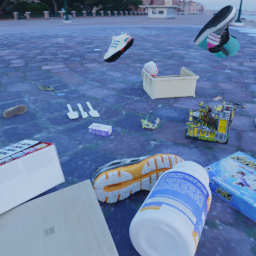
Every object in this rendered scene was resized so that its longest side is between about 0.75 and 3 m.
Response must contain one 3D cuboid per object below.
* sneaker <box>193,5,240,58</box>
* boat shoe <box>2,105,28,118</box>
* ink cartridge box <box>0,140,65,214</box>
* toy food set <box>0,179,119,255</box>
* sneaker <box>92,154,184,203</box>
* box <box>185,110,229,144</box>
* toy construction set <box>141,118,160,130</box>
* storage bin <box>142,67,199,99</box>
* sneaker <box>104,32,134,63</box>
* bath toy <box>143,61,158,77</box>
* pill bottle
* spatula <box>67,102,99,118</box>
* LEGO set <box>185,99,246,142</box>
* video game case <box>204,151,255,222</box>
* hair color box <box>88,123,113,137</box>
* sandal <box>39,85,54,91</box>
[{"bbox_3d":[3.629,-3.428,10.490,1.520,1.053,2.518,31,-9,-7],"label":"sneaker"},{"bbox_3d":[-4.941,-0.784,12.167,0.414,0.421,1.131,21,32,37],"label":"boat shoe"},{"bbox_3d":[-3.238,1.196,6.713,2.197,1.049,2.502,1,19,46],"label":"ink cartridge box"},{"bbox_3d":[-1.411,2.320,5.443,2.124,0.894,2.959,-18,27,-13],"label":"toy food set"},{"bbox_3d":[0.300,1.167,7.493,2.703,1.058,1.044,-5,12,-20],"label":"sneaker"},{"bbox_3d":[3.068,-0.081,10.684,1.527,0.422,1.907,9,27,18],"label":"box"},{"bbox_3d":[0.880,-0.158,10.987,0.775,0.357,0.508,-6,24,13],"label":"toy construction set"},{"bbox_3d":[2.133,-2.467,14.866,2.346,1.099,2.329,-5,27,-10],"label":"storage bin"},{"bbox_3d":[-0.581,-3.791,13.068,1.760,0.619,0.823,-42,73,-8],"label":"sneaker"},{"bbox_3d":[1.294,-3.132,15.736,0.908,0.772,2.089,-21,-1,0],"label":"bath toy"},{"bbox_3d":[1.061,1.675,6.042,1.292,1.292,2.305,12,28,23],"label":"pill bottle"},{"bbox_3d":[-2.112,-0.819,12.550,1.302,0.150,1.872,-9,27,-17],"label":"spatula"},{"bbox_3d":[2.966,-0.528,9.693,1.642,1.237,2.135,18,32,33],"label":"LEGO set"},{"bbox_3d":[3.211,1.457,7.461,1.831,0.459,2.020,-16,30,-31],"label":"video game case"},{"bbox_3d":[-1.042,0.065,10.580,0.812,0.263,0.444,12,29,19],"label":"hair color box"},{"bbox_3d":[-4.448,-2.210,15.298,0.898,0.256,0.357,7,27,15],"label":"sandal"}]
